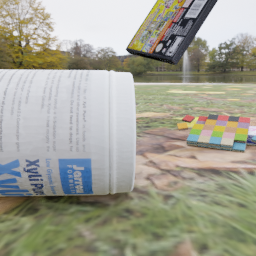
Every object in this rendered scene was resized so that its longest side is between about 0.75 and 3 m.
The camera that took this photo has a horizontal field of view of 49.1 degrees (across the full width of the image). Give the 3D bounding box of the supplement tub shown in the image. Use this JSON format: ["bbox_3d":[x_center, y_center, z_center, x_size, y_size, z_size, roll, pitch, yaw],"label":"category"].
[{"bbox_3d":[-1.283,0.064,3.913,2.679,1.767,1.767,0,11,-3],"label":"supplement tub"}]

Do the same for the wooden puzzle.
[{"bbox_3d":[2.192,0.066,6.778,2.164,0.152,1.283,6,35,26],"label":"wooden puzzle"}]

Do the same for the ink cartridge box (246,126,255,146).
[{"bbox_3d":[2.782,0.101,7.468,1.492,0.329,1.520,5,14,25],"label":"ink cartridge box"}]

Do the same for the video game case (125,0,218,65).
[{"bbox_3d":[1.381,-3.428,9.300,2.358,2.609,0.333,30,-4,46],"label":"video game case"}]
